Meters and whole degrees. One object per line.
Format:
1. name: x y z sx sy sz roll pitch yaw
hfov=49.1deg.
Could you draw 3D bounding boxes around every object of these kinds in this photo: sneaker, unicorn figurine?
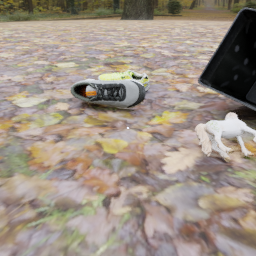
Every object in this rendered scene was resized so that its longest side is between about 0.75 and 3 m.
1. sneaker: -0.161 -2.067 11.656 2.165 0.827 0.816 5 50 1
2. unicorn figurine: 2.702 0.131 7.382 2.204 0.814 1.514 7 40 -32
3. sneaker: -0.738 -1.200 9.855 2.840 1.050 1.126 5 10 24

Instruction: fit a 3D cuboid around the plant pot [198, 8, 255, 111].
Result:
1. plant pot: 4.470 -1.759 8.973 2.438 2.741 2.748 22 13 -44
